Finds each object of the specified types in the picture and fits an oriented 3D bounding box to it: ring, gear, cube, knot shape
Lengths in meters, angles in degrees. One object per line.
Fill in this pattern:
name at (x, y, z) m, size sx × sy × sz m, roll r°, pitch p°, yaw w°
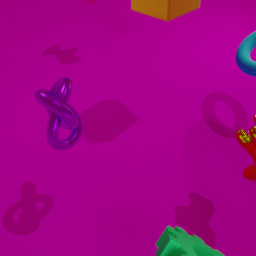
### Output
ring at (4.135, -2.243, 8.044) m, size 2.000 × 0.400 × 2.000 m, roll -20°, pitch 46°, yaw 22°
gear at (1.169, 2.014, 3.803) m, size 1.703 × 1.703 × 0.315 m, roll 34°, pitch 91°, yaw 23°
cube at (0.933, -3.520, 6.785) m, size 1.267 × 1.267 × 1.267 m, roll -33°, pitch 49°, yaw -29°
knot shape at (-1.326, -0.332, 5.435) m, size 0.690 × 1.398 × 1.494 m, roll -12°, pitch 84°, yaw -5°

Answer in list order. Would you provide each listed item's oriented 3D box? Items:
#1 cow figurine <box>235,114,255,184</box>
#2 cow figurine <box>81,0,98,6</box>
cow figurine at (2.838, 0.483, 5.766) m, size 1.362 × 0.748 × 1.340 m, roll -38°, pitch 95°, yaw -21°
cow figurine at (-1.664, -4.941, 9.783) m, size 0.764 × 1.369 × 1.391 m, roll -53°, pitch 40°, yaw 3°
